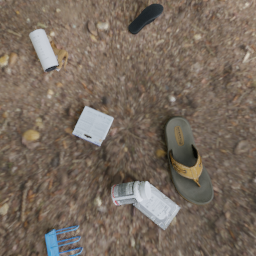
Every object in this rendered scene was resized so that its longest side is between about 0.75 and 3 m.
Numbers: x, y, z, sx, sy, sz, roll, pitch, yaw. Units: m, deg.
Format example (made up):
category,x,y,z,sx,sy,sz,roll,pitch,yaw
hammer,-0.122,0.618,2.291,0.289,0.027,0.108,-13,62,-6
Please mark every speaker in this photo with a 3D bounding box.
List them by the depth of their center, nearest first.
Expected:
category,x,y,z,sx,sy,sz,roll,pitch,yaw
speaker,-2.766,-2.544,9.264,0.532,0.532,1.311,-23,90,-5

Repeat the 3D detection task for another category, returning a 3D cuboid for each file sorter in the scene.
category,x,y,z,sx,sy,sz,roll,pitch,yaw
file sorter,-1.774,3.672,8.179,0.886,1.002,1.444,-12,78,-6

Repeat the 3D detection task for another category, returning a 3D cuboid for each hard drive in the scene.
category,x,y,z,sx,sy,sz,roll,pitch,yaw
hard drive,0.895,2.454,8.807,1.253,0.237,0.875,38,81,6

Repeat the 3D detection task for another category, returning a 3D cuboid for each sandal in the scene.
category,x,y,z,sx,sy,sz,roll,pitch,yaw
sandal,1.895,0.974,8.810,1.208,0.807,2.956,-11,80,-2
sandal,0.637,-3.948,10.135,1.462,0.350,0.549,-37,81,6

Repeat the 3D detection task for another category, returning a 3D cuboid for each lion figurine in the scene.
category,x,y,z,sx,sy,sz,roll,pitch,yaw
lion figurine,-2.490,-2.536,9.597,1.587,0.575,0.972,27,83,16

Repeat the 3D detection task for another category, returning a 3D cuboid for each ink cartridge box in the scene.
category,x,y,z,sx,sy,sz,roll,pitch,yaw
ink cartridge box,-1.163,-0.061,9.340,1.044,0.230,1.064,24,81,5

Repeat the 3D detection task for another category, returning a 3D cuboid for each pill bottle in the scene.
category,x,y,z,sx,sy,sz,roll,pitch,yaw
pill bottle,0.105,1.962,8.512,1.106,0.630,0.630,-13,77,21
